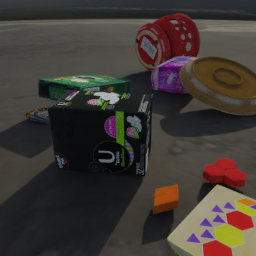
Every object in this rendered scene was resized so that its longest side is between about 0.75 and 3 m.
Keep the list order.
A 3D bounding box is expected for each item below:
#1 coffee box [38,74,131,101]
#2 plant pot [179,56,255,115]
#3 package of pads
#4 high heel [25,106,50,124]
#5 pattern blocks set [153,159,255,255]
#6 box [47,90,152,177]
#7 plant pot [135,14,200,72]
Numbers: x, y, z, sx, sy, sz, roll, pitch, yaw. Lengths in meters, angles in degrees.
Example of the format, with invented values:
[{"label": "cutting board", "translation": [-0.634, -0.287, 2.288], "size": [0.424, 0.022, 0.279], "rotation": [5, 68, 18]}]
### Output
[{"label": "coffee box", "translation": [-1.236, -1.248, 8.766], "size": [1.619, 0.579, 2.633], "rotation": [14, 20, 27]}, {"label": "plant pot", "translation": [3.037, -1.482, 8.717], "size": [2.874, 0.395, 2.874], "rotation": [7, 43, -6]}, {"label": "package of pads", "translation": [2.014, -2.061, 10.535], "size": [1.464, 0.919, 2.429], "rotation": [11, 27, 28]}, {"label": "high heel", "translation": [-2.294, -0.531, 7.846], "size": [0.793, 0.397, 1.112], "rotation": [13, 37, 13]}, {"label": "pattern blocks set", "translation": [1.510, 1.440, 3.848], "size": [2.988, 0.242, 2.626], "rotation": [-20, 32, -37]}, {"label": "box", "translation": [-0.466, 0.055, 5.528], "size": [1.792, 1.331, 1.114], "rotation": [4, 25, 9]}, {"label": "plant pot", "translation": [1.637, -3.684, 12.483], "size": [2.150, 2.361, 2.361], "rotation": [-26, 35, -29]}]
